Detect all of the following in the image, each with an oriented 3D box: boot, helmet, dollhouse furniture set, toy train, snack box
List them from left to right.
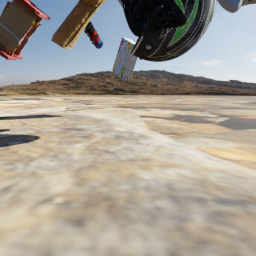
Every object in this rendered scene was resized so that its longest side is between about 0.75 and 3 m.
[{"bbox_3d":[-3.529,-3.142,6.966,2.738,1.473,1.113,40,10,-13],"label":"dollhouse furniture set"},{"bbox_3d":[-1.573,-3.457,8.505,2.295,0.759,2.010,-45,-8,19],"label":"boot"},{"bbox_3d":[-1.392,-3.746,11.225,0.451,0.606,2.645,-43,-6,3],"label":"toy train"},{"bbox_3d":[-0.081,-2.804,11.358,0.496,1.466,1.236,8,25,-25],"label":"snack box"},{"bbox_3d":[0.855,-2.800,6.569,2.400,2.288,2.400,-29,16,9],"label":"helmet"}]

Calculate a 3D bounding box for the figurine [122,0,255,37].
[{"bbox_3d":[0.579,-1.988,3.613,2.010,1.961,0.865,-19,-32,-13],"label":"figurine"}]
